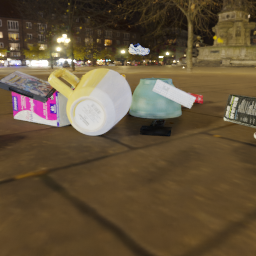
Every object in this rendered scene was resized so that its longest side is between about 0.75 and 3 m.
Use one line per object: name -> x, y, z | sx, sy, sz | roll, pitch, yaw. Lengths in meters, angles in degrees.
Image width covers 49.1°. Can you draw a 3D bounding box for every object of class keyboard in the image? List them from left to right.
keyboard -> 1.551, -1.133, 9.381 | 1.465, 0.412, 0.078 | 24, 17, -11

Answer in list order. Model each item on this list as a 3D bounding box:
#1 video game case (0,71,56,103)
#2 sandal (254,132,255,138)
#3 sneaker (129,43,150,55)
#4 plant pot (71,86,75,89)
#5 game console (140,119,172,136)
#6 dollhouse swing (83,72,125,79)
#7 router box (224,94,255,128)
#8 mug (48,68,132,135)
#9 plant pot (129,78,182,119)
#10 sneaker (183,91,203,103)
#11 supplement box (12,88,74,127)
video game case -> -3.132, -1.344, 8.929 | 1.480, 0.209, 1.638 | 19, 20, -9
sandal -> 4.094, 0.231, 8.170 | 0.558, 0.337, 1.372 | 2, 14, 8
sneaker -> 0.433, -2.831, 10.014 | 0.806, 0.355, 0.304 | -7, 41, -24
plant pot -> -1.886, -1.557, 13.058 | 1.303, 1.624, 1.624 | -15, 19, -24
game console -> 1.027, -0.035, 9.563 | 1.003, 0.205, 1.700 | 3, 16, 13
dollhouse swing -> -1.454, -2.782, 17.210 | 2.435, 2.213, 2.141 | -2, 35, -4
router box -> 4.700, -0.332, 8.403 | 2.812, 0.874, 2.107 | 5, 10, -27
mug -> -1.266, -0.784, 9.212 | 2.539, 2.034, 2.085 | 6, 23, 6
plant pot -> 1.216, -1.397, 12.275 | 2.316, 1.552, 2.316 | 1, 14, 0
sneaker -> 3.459, -1.633, 15.097 | 1.011, 0.686, 1.750 | 8, 17, 34
supplement box -> -3.158, -0.915, 10.862 | 2.501, 1.266, 1.293 | 9, 16, 31
